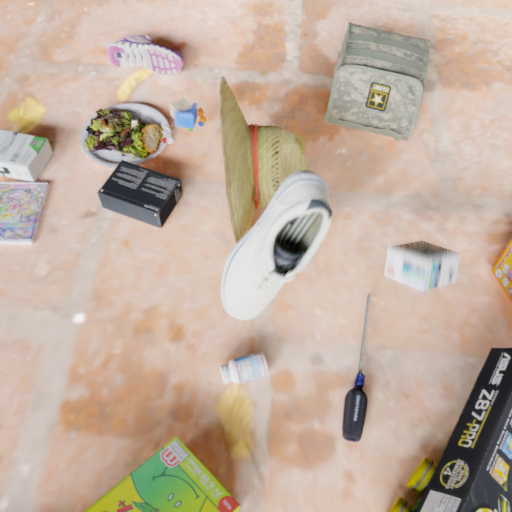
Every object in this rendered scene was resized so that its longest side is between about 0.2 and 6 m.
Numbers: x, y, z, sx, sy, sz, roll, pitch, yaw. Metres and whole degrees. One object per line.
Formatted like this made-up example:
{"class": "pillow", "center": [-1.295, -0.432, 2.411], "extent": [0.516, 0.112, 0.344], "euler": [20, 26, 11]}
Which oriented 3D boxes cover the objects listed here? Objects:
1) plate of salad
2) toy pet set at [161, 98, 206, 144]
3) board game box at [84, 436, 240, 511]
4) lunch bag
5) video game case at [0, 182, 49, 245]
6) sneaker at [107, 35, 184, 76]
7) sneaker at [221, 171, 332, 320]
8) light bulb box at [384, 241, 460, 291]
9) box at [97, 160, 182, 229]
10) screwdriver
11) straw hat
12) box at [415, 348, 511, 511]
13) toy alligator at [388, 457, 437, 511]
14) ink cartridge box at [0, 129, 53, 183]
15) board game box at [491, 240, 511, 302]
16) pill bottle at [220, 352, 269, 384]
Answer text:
{"class": "plate of salad", "center": [-3.087, -2.908, 13.083], "extent": [2.118, 0.509, 2.118], "euler": [0, 58, 0]}
{"class": "toy pet set", "center": [-1.482, -2.912, 12.358], "extent": [1.145, 1.069, 0.608], "euler": [-33, 64, -23]}
{"class": "board game box", "center": [-1.789, 4.134, 7.981], "extent": [1.488, 0.698, 2.930], "euler": [40, 49, 22]}
{"class": "lunch bag", "center": [2.829, -3.993, 13.210], "extent": [2.092, 1.500, 2.551], "euler": [13, 65, 1]}
{"class": "video game case", "center": [-5.182, -0.931, 12.026], "extent": [1.136, 0.143, 1.586], "euler": [1, 58, 0]}
{"class": "sneaker", "center": [-2.783, -5.283, 14.483], "extent": [2.013, 0.810, 0.890], "euler": [14, 51, 10]}
{"class": "sneaker", "center": [0.214, 0.051, 8.829], "extent": [1.077, 2.950, 1.044], "euler": [18, 33, -14]}
{"class": "light bulb box", "center": [2.847, 0.152, 9.642], "extent": [0.882, 0.550, 0.874], "euler": [-9, 21, -34]}
{"class": "box", "center": [-2.474, -1.330, 12.025], "extent": [1.462, 0.576, 1.031], "euler": [20, 56, 12]}
{"class": "screwdriver", "center": [1.934, 1.900, 10.027], "extent": [0.416, 0.399, 2.863], "euler": [-2, 55, 33]}
{"class": "straw hat", "center": [0.243, -1.678, 10.502], "extent": [1.449, 3.423, 3.423], "euler": [-4, 57, 3]}
{"class": "box", "center": [3.800, 3.429, 8.057], "extent": [2.683, 0.817, 3.329], "euler": [47, 62, -16]}
{"class": "toy alligator", "center": [3.071, 3.523, 8.630], "extent": [1.121, 1.026, 3.780], "euler": [35, 64, 20]}
{"class": "ink cartridge box", "center": [-5.453, -2.272, 12.643], "extent": [1.321, 0.549, 0.969], "euler": [13, 58, 8]}
{"class": "board game box", "center": [5.463, 0.281, 10.629], "extent": [1.170, 1.171, 1.170], "euler": [-15, 59, -10]}
{"class": "pill bottle", "center": [-0.214, 2.009, 9.954], "extent": [0.815, 0.443, 0.443], "euler": [-13, 58, -8]}
